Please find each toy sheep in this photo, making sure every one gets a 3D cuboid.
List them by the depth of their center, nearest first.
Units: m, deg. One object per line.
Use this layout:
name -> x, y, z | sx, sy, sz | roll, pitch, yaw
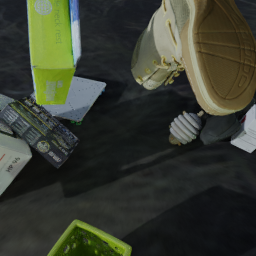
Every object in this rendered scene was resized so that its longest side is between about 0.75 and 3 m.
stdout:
toy sheep -> 1.427, -0.027, 6.891 | 0.766, 1.112, 0.766 | 37, 15, -11

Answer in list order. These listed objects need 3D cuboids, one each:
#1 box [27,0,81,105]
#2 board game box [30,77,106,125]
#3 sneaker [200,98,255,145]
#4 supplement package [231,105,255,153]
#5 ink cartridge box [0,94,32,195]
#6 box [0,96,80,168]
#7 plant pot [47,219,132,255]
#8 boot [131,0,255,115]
box -> -1.283, -1.429, 4.609 | 0.644, 2.703, 1.648 | -4, 84, -17
board game box -> -1.848, -0.913, 8.314 | 1.874, 0.242, 1.874 | 14, 45, 14
sneaker -> 2.313, -0.490, 7.065 | 1.137, 0.951, 2.504 | 53, 45, -7
supplement package -> 2.974, 0.026, 6.677 | 0.563, 0.940, 0.570 | 26, 45, 0
ink cartridge box -> -2.892, 0.486, 5.787 | 1.489, 0.871, 2.567 | -48, 47, 14
box -> -1.866, 0.025, 6.170 | 1.606, 0.394, 1.295 | 43, 9, -10
plant pot -> -0.621, 2.256, 4.303 | 1.067, 0.973, 1.073 | 19, 46, 20
boot -> 0.724, -0.952, 3.960 | 0.865, 1.847, 2.376 | 2, 64, -22
